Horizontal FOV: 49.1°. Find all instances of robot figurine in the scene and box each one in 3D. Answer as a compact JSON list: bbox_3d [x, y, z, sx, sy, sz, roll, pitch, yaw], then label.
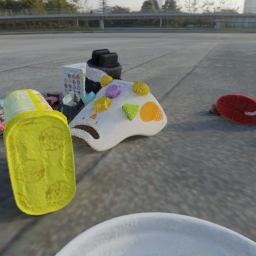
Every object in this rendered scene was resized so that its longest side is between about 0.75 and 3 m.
[{"bbox_3d":[-0.996,-1.945,11.255,1.444,2.314,1.739,4,31,-8],"label":"robot figurine"}]

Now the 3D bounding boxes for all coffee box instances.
[{"bbox_3d":[-2.126,-2.240,13.225,1.421,1.407,1.423,15,26,33],"label":"coffee box"}]

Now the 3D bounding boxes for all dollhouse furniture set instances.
[{"bbox_3d":[-3.609,-0.923,10.926,1.703,0.692,0.916,2,22,6],"label":"dollhouse furniture set"}]

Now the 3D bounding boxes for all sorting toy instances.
[{"bbox_3d":[-0.732,-0.319,8.994,2.955,1.579,2.661,16,46,34],"label":"sorting toy"}]

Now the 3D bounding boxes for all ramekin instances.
[{"bbox_3d":[0.419,2.066,2.171,2.620,1.375,2.620,9,25,-4],"label":"ramekin"}]

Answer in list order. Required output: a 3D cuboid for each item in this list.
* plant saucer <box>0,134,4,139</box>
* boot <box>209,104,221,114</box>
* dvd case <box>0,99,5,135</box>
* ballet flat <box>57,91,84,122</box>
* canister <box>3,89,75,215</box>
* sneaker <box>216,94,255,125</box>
[{"bbox_3d":[-4.109,0.177,8.946,0.823,0.142,0.823,-1,21,0],"label":"plant saucer"},{"bbox_3d":[3.944,-0.858,11.212,1.374,0.441,1.280,0,20,13],"label":"boot"},{"bbox_3d":[-4.087,-0.439,9.377,1.541,0.232,2.111,33,36,22],"label":"dvd case"},{"bbox_3d":[-2.207,-0.980,10.924,0.866,0.866,2.369,2,22,4],"label":"ballet flat"},{"bbox_3d":[-2.092,0.303,6.220,1.162,1.995,2.686,-10,22,-23],"label":"canister"},{"bbox_3d":[4.497,-0.705,10.359,2.608,1.022,1.506,15,15,5],"label":"sneaker"}]
